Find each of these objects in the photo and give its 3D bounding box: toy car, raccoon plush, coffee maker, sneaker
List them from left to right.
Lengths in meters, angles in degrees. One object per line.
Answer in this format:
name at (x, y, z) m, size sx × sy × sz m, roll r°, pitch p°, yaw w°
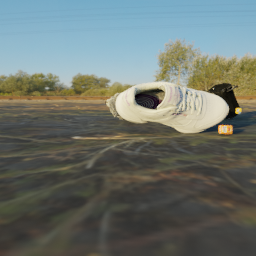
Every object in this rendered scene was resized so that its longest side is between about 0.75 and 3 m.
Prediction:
raccoon plush at (0.333, -0.900, 10.207) m, size 2.258 × 1.092 × 1.513 m, roll -9°, pitch 2°, yaw 5°
sneaker at (1.217, -0.499, 6.892) m, size 2.933 × 1.098 × 1.461 m, roll 2°, pitch -8°, yaw -10°
coffee maker at (4.071, -1.077, 11.563) m, size 0.913 × 1.356 × 1.303 m, roll -31°, pitch 20°, yaw -2°
toy car at (2.601, -0.198, 7.131) m, size 0.395 × 0.805 × 0.268 m, roll 20°, pitch -4°, yaw -3°
